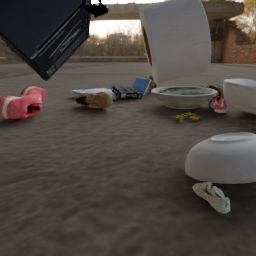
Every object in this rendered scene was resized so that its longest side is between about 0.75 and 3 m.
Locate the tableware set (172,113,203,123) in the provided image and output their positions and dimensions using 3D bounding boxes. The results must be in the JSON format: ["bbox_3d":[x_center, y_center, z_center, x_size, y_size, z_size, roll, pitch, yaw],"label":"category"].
[{"bbox_3d":[2.228,-0.352,10.387,1.114,0.171,0.750,-12,23,-38],"label":"tableware set"}]

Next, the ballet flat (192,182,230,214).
[{"bbox_3d":[1.486,1.143,4.957,0.349,0.349,0.974,-5,16,-18],"label":"ballet flat"}]

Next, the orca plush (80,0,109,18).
[{"bbox_3d":[-0.708,-2.806,6.562,0.292,0.432,0.822,37,17,29],"label":"orca plush"}]

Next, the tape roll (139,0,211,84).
[{"bbox_3d":[1.448,-2.817,9.064,1.708,2.488,2.488,-14,16,2],"label":"tape roll"}]

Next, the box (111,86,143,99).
[{"bbox_3d":[-0.057,-1.884,14.719,1.335,0.291,1.070,-2,26,-30],"label":"box"}]

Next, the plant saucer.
[{"bbox_3d":[2.514,-1.367,12.734,2.956,0.742,2.956,-1,16,0],"label":"plant saucer"}]

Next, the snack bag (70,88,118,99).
[{"bbox_3d":[-1.420,-1.847,15.207,2.433,0.276,2.581,16,20,39],"label":"snack bag"}]

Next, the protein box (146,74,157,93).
[{"bbox_3d":[1.401,-2.647,16.693,0.675,0.993,1.000,2,16,6],"label":"protein box"}]

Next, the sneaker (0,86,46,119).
[{"bbox_3d":[-3.880,-0.906,11.245,1.203,1.023,2.775,14,25,9],"label":"sneaker"}]

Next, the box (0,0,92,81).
[{"bbox_3d":[-2.237,-2.749,7.639,1.504,2.133,2.883,42,-8,-6],"label":"box"}]

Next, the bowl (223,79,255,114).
[{"bbox_3d":[5.418,-1.202,11.143,2.948,1.102,2.953,20,23,34],"label":"bowl"}]

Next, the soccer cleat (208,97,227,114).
[{"bbox_3d":[3.854,-1.088,12.005,0.588,0.631,1.724,1,16,5],"label":"soccer cleat"}]

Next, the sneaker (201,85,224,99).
[{"bbox_3d":[4.741,-1.977,14.851,0.957,0.715,2.131,-9,15,-13],"label":"sneaker"}]

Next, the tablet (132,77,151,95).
[{"bbox_3d":[0.719,-2.440,16.267,0.102,0.977,1.501,26,-1,-34],"label":"tablet"}]

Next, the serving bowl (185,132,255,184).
[{"bbox_3d":[2.178,0.496,5.754,2.047,0.673,2.047,-8,7,1],"label":"serving bowl"}]

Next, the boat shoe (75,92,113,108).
[{"bbox_3d":[-1.515,-1.167,12.289,2.080,0.741,0.671,7,24,45],"label":"boat shoe"}]
